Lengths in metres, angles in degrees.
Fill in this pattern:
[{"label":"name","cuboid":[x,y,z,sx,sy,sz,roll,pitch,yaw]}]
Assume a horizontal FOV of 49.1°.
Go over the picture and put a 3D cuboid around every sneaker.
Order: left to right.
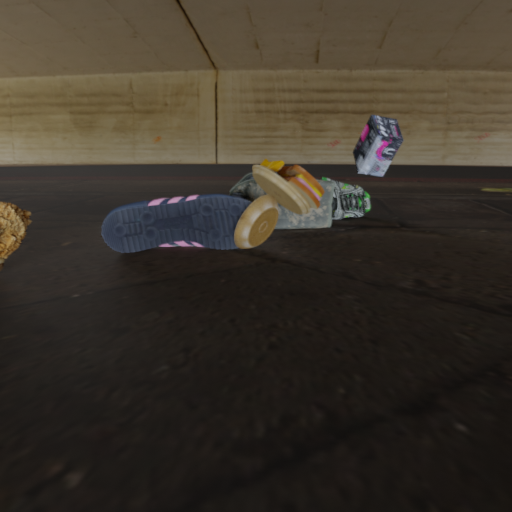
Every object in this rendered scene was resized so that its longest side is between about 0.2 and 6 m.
[{"label":"sneaker","cuboid":[-1.249,-0.670,10.080,2.875,1.009,1.179,-1,14,-8]},{"label":"sneaker","cuboid":[2.154,-1.391,13.575,1.136,1.040,2.666,5,12,20]}]

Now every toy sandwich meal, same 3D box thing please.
[{"label":"toy sandwich meal","cuboid":[0.520,-1.214,9.457,1.378,0.472,1.378,38,-6,5]}]

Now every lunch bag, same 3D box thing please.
[{"label":"lunch bag","cuboid":[0.508,-1.263,12.493,1.643,1.178,2.004,-2,12,-31]}]

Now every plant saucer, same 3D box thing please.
[{"label":"plant saucer","cuboid":[0.064,-0.542,9.689,0.192,1.083,1.083,36,29,27]}]

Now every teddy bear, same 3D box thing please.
[{"label":"teddy bear","cuboid":[-4.702,-0.140,7.902,2.910,0.972,2.110,-2,-7,-14]}]

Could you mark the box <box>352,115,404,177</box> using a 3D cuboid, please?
[{"label":"box","cuboid":[2.600,-2.337,11.997,0.627,1.092,0.722,5,52,-13]}]
